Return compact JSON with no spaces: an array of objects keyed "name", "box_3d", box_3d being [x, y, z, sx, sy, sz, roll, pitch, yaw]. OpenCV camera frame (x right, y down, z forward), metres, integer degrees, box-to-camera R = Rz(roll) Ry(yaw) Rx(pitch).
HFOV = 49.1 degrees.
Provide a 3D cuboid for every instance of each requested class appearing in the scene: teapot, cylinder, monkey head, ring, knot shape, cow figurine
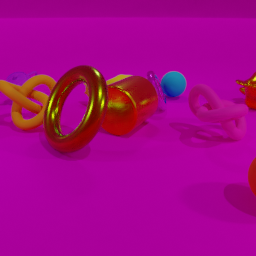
[{"name":"teapot","box_3d":[-3.407,-1.356,8.639,1.405,0.688,0.874,-35,60,-21]},{"name":"cylinder","box_3d":[-0.038,-0.583,6.895,1.211,1.211,1.211,13,27,27]},{"name":"monkey head","box_3d":[3.955,-1.280,8.366,1.965,1.184,1.414,-13,33,-10]},{"name":"ring","box_3d":[0.842,-1.091,8.179,0.245,1.225,1.225,-20,20,14]},{"name":"knot shape","box_3d":[2.164,-0.317,6.390,1.500,0.741,1.603,26,11,-24]},{"name":"ring","box_3d":[-1.135,-0.410,5.839,0.381,1.903,1.903,21,3,-45]},{"name":"knot shape","box_3d":[-2.575,-0.783,7.132,1.532,0.756,1.637,27,44,-10]},{"name":"cow figurine","box_3d":[-0.553,-1.266,8.739,1.429,0.797,1.452,14,34,21]}]

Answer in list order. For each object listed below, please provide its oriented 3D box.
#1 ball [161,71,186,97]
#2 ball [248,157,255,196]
[{"name":"ball","box_3d":[1.497,-1.443,9.251,0.841,0.841,0.841,0,23,0]},{"name":"ball","box_3d":[2.244,0.737,4.124,0.887,0.887,0.887,0,23,0]}]
